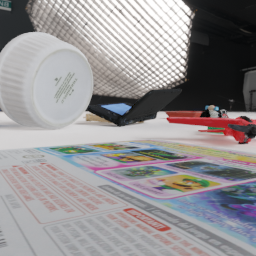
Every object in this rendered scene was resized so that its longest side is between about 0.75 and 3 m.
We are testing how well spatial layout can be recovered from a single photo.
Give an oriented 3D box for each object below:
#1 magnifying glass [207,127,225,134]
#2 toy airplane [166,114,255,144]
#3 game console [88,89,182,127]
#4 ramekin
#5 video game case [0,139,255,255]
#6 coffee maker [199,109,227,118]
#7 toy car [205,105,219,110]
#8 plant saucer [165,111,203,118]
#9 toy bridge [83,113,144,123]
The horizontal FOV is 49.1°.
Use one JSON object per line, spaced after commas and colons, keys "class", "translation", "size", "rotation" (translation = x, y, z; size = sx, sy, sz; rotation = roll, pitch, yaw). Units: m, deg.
{"class": "magnifying glass", "translation": [3.229, 0.048, 7.024], "size": [2.409, 0.270, 0.959], "rotation": [0, 4, 27]}
{"class": "toy airplane", "translation": [2.136, -0.010, 5.669], "size": [2.817, 0.518, 2.817], "rotation": [1, 4, 0]}
{"class": "game console", "translation": [0.289, -1.046, 10.416], "size": [2.377, 1.573, 2.703], "rotation": [25, 20, 28]}
{"class": "ramekin", "translation": [-2.290, -1.286, 8.284], "size": [1.353, 2.905, 2.905], "rotation": [18, 14, 35]}
{"class": "video game case", "translation": [-0.021, 0.383, 1.891], "size": [2.412, 0.314, 2.650], "rotation": [-2, 4, -32]}
{"class": "coffee maker", "translation": [3.562, -0.502, 11.762], "size": [0.888, 0.598, 0.853], "rotation": [-1, 4, -18]}
{"class": "toy car", "translation": [5.156, -0.910, 16.758], "size": [0.877, 0.776, 0.808], "rotation": [11, 2, -36]}
{"class": "plant saucer", "translation": [3.705, -0.725, 15.838], "size": [2.375, 0.436, 2.370], "rotation": [-2, 4, -34]}
{"class": "toy bridge", "translation": [-0.664, -0.407, 12.002], "size": [2.649, 0.360, 0.890], "rotation": [2, 6, 12]}
